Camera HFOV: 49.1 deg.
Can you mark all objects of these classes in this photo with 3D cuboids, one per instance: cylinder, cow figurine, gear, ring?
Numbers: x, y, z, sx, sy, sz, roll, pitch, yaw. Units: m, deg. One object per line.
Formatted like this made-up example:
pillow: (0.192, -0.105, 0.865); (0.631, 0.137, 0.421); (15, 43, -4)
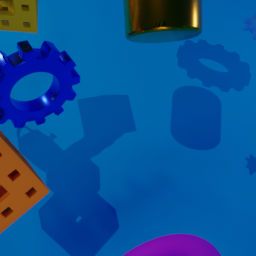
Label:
cylinder: (0.567, -2.183, 4.682); (1.297, 1.297, 1.297); (-3, 99, -1)
cow figurine: (2.063, -1.077, 3.744); (1.087, 1.105, 0.606); (9, 45, 18)
gear: (-1.896, -0.808, 5.580); (1.897, 1.897, 0.351); (-34, 61, -7)
ring: (0.315, 2.122, 3.705); (2.028, 2.028, 0.406); (-27, 94, -5)

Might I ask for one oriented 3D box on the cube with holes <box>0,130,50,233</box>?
cube with holes: (-2.438, 0.781, 4.609); (1.362, 1.362, 1.362); (-40, 38, -17)

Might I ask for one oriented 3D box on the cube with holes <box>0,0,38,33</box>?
cube with holes: (-2.014, -2.326, 4.553); (1.009, 1.009, 1.009); (0, 61, -16)
